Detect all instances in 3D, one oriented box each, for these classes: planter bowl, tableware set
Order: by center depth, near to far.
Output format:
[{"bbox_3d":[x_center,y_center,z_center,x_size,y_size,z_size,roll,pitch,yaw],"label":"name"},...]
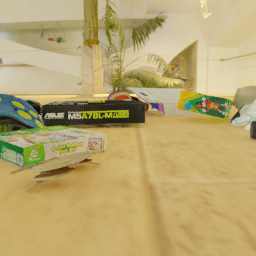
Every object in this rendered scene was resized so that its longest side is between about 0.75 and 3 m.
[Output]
[{"bbox_3d":[-0.771,0.495,3.501,0.803,0.244,1.215,-11,0,10],"label":"tableware set"},{"bbox_3d":[4.078,-1.003,9.755,0.727,1.081,1.081,15,12,14],"label":"planter bowl"}]

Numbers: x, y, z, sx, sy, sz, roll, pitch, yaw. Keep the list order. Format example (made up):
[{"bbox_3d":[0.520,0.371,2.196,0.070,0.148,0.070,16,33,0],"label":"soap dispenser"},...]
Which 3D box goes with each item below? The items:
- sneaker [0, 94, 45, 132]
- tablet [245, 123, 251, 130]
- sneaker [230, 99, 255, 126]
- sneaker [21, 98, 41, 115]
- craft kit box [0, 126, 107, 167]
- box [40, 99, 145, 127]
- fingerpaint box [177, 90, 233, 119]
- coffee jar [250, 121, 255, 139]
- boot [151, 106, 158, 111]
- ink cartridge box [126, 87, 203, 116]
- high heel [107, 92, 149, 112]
[{"bbox_3d":[-2.535,-0.117,5.307,0.812,0.949,2.290,53,21,25],"label":"sneaker"},{"bbox_3d":[4.426,-0.123,6.219,2.993,0.204,1.948,0,-10,3],"label":"tablet"},{"bbox_3d":[3.315,-0.321,7.438,0.703,0.697,1.939,41,-7,5],"label":"sneaker"},{"bbox_3d":[-3.617,-0.448,8.926,1.959,0.787,0.846,-12,32,-42],"label":"sneaker"},{"bbox_3d":[-1.417,0.253,4.823,1.536,0.373,1.517,8,9,43],"label":"craft kit box"},{"bbox_3d":[-1.076,-0.544,8.946,2.842,0.699,2.943,-4,8,-6],"label":"box"},{"bbox_3d":[2.607,-0.790,9.343,1.490,0.655,1.786,15,9,24],"label":"fingerpaint box"},{"bbox_3d":[2.965,0.061,5.852,0.768,0.400,0.328,5,20,29],"label":"coffee jar"},{"bbox_3d":[1.628,-1.104,13.613,1.079,0.488,0.393,-4,9,-25],"label":"boot"},{"bbox_3d":[1.681,-1.192,12.195,2.988,0.647,2.934,-2,20,-16],"label":"ink cartridge box"},{"bbox_3d":[-0.294,-1.132,12.252,1.307,0.917,2.719,19,3,36],"label":"high heel"}]
